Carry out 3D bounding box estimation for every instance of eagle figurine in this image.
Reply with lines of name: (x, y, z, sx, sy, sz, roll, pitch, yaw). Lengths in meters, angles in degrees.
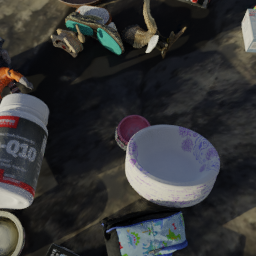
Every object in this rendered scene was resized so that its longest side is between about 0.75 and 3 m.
eagle figurine: (0.735, -3.450, 9.907, 1.558, 1.550, 2.054, -44, 82, -8)

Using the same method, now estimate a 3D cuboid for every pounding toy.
pounding toy: (-1.978, -3.144, 10.046, 1.445, 0.826, 0.829, 23, 65, 32)

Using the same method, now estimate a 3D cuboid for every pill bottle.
pill bottle: (-3.102, 0.568, 7.575, 1.625, 1.625, 2.854, 2, 57, 1)

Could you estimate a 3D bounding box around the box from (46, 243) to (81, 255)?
box: (-0.963, 4.408, 6.396, 2.957, 0.644, 2.369, 20, 66, 9)

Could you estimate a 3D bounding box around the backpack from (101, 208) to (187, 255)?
backpack: (0.424, 2.685, 6.685, 1.902, 1.740, 1.398, -12, 78, -10)

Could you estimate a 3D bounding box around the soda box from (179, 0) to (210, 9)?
soda box: (2.440, -5.441, 11.219, 1.804, 0.571, 0.638, 23, 65, 10)

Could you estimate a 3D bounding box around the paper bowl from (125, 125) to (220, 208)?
paper bowl: (1.097, 1.060, 7.414, 2.368, 1.231, 2.368, 5, 37, -3)

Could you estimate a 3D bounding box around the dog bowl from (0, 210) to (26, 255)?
dog bowl: (-3.325, 2.902, 7.190, 1.463, 0.539, 1.463, 0, 66, 0)

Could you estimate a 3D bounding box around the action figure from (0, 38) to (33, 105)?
action figure: (-4.364, -1.483, 9.212, 2.529, 1.323, 2.447, -42, 61, 11)

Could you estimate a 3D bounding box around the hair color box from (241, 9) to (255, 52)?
hair color box: (4.546, -3.558, 10.227, 0.437, 0.713, 1.441, 3, 64, 1)

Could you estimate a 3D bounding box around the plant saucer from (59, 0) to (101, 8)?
plant saucer: (-1.901, -5.778, 11.472, 2.508, 0.432, 2.508, 0, 65, 0)

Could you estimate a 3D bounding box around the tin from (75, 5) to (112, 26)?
tin: (-1.329, -4.235, 10.661, 1.425, 0.298, 0.798, 11, 82, 6)

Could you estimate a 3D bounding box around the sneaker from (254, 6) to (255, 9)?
sneaker: (5.058, -4.350, 10.872, 0.382, 0.350, 0.912, 7, 67, -15)

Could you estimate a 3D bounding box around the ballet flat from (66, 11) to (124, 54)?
ballet flat: (-1.042, -3.587, 10.118, 2.470, 0.838, 0.930, 28, 65, 8)

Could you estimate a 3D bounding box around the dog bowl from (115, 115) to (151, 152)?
dog bowl: (0.193, 0.129, 8.593, 1.208, 0.445, 1.208, 0, 65, 0)
